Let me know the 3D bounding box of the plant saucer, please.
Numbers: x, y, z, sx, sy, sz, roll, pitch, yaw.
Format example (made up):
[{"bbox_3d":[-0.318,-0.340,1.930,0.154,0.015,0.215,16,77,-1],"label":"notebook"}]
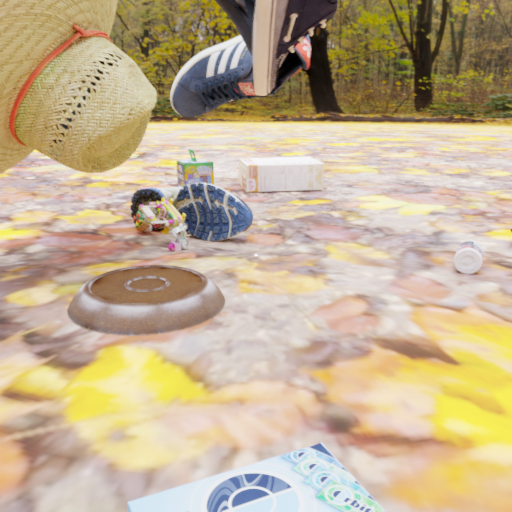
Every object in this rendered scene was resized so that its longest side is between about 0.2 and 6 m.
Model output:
[{"bbox_3d":[-1.441,0.499,7.445,2.063,0.331,2.063,1,17,0],"label":"plant saucer"}]

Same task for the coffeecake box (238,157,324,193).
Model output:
[{"bbox_3d":[0.673,-2.372,16.173,2.189,0.800,1.680,-2,17,-8],"label":"coffeecake box"}]

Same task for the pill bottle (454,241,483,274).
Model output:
[{"bbox_3d":[3.394,-0.005,8.928,0.420,0.420,0.758,7,18,22],"label":"pill bottle"}]

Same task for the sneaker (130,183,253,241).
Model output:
[{"bbox_3d":[-1.148,-0.997,11.222,2.822,1.087,1.202,11,16,32],"label":"sneaker"}]

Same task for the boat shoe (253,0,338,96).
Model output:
[{"bbox_3d":[0.371,-2.260,5.549,0.781,0.629,1.685,0,-28,-3],"label":"boat shoe"}]

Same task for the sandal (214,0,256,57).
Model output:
[{"bbox_3d":[-0.170,-3.621,7.942,0.726,1.910,0.409,-36,1,-42],"label":"sandal"}]

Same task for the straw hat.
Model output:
[{"bbox_3d":[-2.586,-2.291,8.428,1.877,4.435,4.435,33,18,-2],"label":"straw hat"}]

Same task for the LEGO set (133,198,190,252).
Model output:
[{"bbox_3d":[-1.944,-0.663,10.356,0.677,0.837,1.820,-7,18,-37],"label":"LEGO set"}]

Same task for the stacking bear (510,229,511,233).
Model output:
[{"bbox_3d":[5.000,-0.437,9.632,0.978,0.916,1.610,-4,6,0],"label":"stacking bear"}]

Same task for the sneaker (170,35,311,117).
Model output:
[{"bbox_3d":[-0.363,-3.599,11.419,3.249,1.218,1.373,-27,52,20],"label":"sneaker"}]

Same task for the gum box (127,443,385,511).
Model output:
[{"bbox_3d":[0.083,1.727,3.293,1.417,0.316,1.204,-7,18,-23],"label":"gum box"}]

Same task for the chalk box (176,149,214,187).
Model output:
[{"bbox_3d":[-1.562,-2.081,14.358,0.797,1.287,0.801,-7,18,-21],"label":"chalk box"}]
